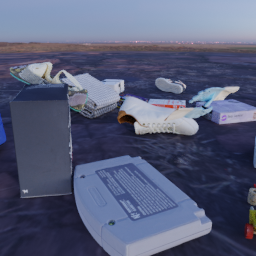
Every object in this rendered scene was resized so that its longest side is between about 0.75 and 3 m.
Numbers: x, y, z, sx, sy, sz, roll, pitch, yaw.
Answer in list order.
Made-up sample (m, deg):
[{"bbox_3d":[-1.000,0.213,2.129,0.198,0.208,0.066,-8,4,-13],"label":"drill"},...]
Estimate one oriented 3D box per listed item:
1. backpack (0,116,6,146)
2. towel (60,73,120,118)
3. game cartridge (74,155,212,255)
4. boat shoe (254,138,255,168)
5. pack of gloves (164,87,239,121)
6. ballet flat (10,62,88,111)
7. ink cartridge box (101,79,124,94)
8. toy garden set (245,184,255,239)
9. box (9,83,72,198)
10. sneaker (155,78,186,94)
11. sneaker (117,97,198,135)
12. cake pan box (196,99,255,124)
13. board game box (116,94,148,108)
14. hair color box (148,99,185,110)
[{"bbox_3d":[-4.890,-0.180,7.923,2.436,2.044,1.979,16,32,29],"label":"backpack"},{"bbox_3d":[-1.745,-1.390,12.214,2.264,0.969,1.875,33,32,19],"label":"towel"},{"bbox_3d":[-0.020,1.404,5.612,1.909,0.586,2.868,-5,19,-24],"label":"game cartridge"},{"bbox_3d":[4.002,0.539,7.649,0.967,0.753,2.129,5,17,26],"label":"boat shoe"},{"bbox_3d":[1.375,-0.361,5.048,1.169,0.982,0.231,-8,63,-40],"label":"pack of gloves"},{"bbox_3d":[-2.521,-1.608,9.277,2.810,1.011,1.011,29,23,2],"label":"ballet flat"},{"bbox_3d":[-1.009,-2.315,15.939,1.150,0.670,1.591,6,20,17],"label":"ink cartridge box"},{"bbox_3d":[3.172,1.522,5.345,1.880,0.450,2.255,5,20,14],"label":"toy garden set"},{"bbox_3d":[-1.912,0.178,6.611,1.124,2.160,1.967,-2,20,-10],"label":"box"},{"bbox_3d":[2.506,-2.493,16.402,1.859,0.729,0.738,27,36,32],"label":"sneaker"},{"bbox_3d":[0.941,-0.102,9.704,2.825,1.029,1.196,19,63,22],"label":"sneaker"},{"bbox_3d":[4.069,-0.715,11.645,2.012,0.526,1.853,-6,18,-17],"label":"cake pan box"},{"bbox_3d":[0.021,-1.244,13.290,1.208,0.414,1.461,-18,27,-39],"label":"board game box"},{"bbox_3d":[1.686,-0.905,12.194,1.586,0.507,0.879,3,19,12],"label":"hair color box"}]
